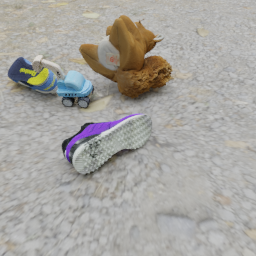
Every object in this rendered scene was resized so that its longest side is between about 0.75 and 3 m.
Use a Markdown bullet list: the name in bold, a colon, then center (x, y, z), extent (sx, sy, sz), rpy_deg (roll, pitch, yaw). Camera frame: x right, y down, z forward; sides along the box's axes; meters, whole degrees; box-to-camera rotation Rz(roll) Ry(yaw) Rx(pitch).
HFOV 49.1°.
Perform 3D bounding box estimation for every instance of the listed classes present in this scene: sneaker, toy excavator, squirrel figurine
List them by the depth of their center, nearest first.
- **sneaker**: center (-0.602, 0.150, 7.687), extent (2.737, 0.952, 1.361), rpy_deg (-24, 32, -33)
- **toy excavator**: center (-2.067, -1.593, 9.173), extent (1.692, 1.740, 0.869), rpy_deg (3, 48, 11)
- **squirrel figurine**: center (0.287, -2.573, 10.138), extent (2.059, 2.910, 2.716), rpy_deg (-30, 6, 40)
- **sneaker**: center (-3.471, -1.854, 10.258), extent (2.608, 1.073, 0.964), rpy_deg (27, 85, 37)
